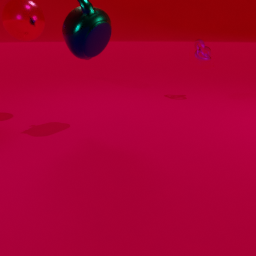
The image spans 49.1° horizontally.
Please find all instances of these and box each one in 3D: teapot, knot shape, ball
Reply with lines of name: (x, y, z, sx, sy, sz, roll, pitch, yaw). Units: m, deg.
teapot: (-1.071, -2.449, 6.870, 1.020, 2.083, 1.295, 39, 62, 17)
knot shape: (2.998, -2.966, 11.224, 0.500, 1.082, 1.013, -22, 37, 33)
ball: (-2.924, -3.039, 7.868, 1.139, 1.139, 1.139, 0, 19, 0)
